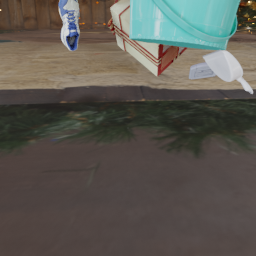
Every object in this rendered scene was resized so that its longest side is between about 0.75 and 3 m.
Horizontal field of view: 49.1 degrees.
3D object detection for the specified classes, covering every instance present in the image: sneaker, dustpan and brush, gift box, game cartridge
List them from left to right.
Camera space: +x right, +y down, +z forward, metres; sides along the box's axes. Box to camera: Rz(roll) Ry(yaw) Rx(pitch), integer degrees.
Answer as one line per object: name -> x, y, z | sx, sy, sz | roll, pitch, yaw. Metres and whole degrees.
sneaker -> -1.476, -2.771, 7.444 | 0.560, 1.488, 0.656 | -16, 51, -20
gift box -> 0.814, -3.355, 8.564 | 2.159, 2.340, 2.185 | -43, 73, -13
game cartridge -> 2.101, -1.593, 7.748 | 0.789, 0.526, 0.160 | -7, 64, 1
dustpan and brush -> 1.790, -0.936, 4.802 | 0.292, 1.020, 0.712 | -37, 10, -5

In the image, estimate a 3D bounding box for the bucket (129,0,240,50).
bucket -> 1.204, -2.669, 6.122 | 2.565, 1.669, 2.565 | 6, 15, -2
